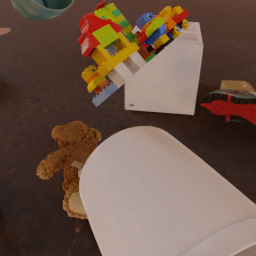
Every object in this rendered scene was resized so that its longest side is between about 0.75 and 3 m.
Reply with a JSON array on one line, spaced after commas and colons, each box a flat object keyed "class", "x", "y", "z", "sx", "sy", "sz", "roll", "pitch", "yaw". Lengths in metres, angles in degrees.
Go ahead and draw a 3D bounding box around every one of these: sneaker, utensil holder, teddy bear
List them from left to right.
[{"class": "teddy bear", "x": -0.946, "y": 0.892, "z": 6.055, "sx": 1.794, "sy": 0.826, "sz": 2.475, "roll": -28, "pitch": 49, "yaw": -26}, {"class": "utensil holder", "x": 0.570, "y": 1.376, "z": 3.935, "sx": 2.103, "sy": 2.103, "sz": 2.475, "roll": -14, "pitch": 31, "yaw": -21}, {"class": "sneaker", "x": 3.629, "y": -0.677, "z": 8.165, "sx": 2.731, "sy": 1.083, "sz": 1.305, "roll": 21, "pitch": 36, "yaw": 30}]

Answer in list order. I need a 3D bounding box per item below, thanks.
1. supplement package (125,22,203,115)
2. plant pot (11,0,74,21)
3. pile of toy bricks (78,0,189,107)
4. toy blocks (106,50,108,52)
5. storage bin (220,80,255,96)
[{"class": "supplement package", "x": 1.208, "y": -2.151, "z": 9.412, "sx": 2.216, "sy": 2.232, "sz": 2.941, "roll": 5, "pitch": 32, "yaw": 9}, {"class": "plant pot", "x": -2.708, "y": -4.001, "z": 8.274, "sx": 1.256, "sy": 1.875, "sz": 1.875, "roll": -20, "pitch": 10, "yaw": 47}, {"class": "pile of toy bricks", "x": -0.131, "y": -1.679, "z": 5.073, "sx": 1.561, "sy": 1.389, "sz": 2.814, "roll": -32, "pitch": 11, "yaw": 48}, {"class": "toy blocks", "x": -0.481, "y": -3.724, "z": 13.217, "sx": 1.651, "sy": 1.766, "sz": 1.487, "roll": 9, "pitch": 64, "yaw": 36}, {"class": "storage bin", "x": 3.782, "y": -1.255, "z": 9.687, "sx": 0.963, "sy": 0.455, "sz": 0.970, "roll": 1, "pitch": 31, "yaw": 1}]
